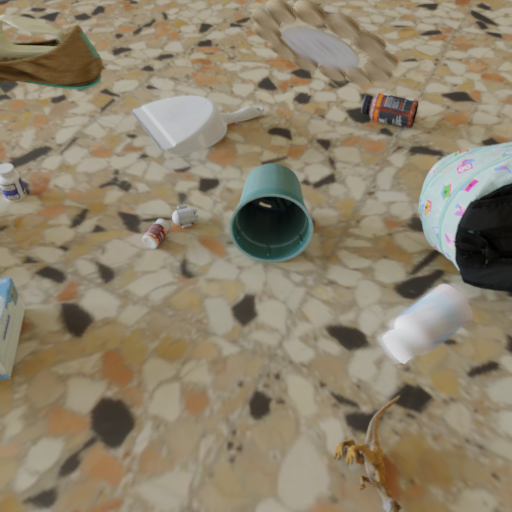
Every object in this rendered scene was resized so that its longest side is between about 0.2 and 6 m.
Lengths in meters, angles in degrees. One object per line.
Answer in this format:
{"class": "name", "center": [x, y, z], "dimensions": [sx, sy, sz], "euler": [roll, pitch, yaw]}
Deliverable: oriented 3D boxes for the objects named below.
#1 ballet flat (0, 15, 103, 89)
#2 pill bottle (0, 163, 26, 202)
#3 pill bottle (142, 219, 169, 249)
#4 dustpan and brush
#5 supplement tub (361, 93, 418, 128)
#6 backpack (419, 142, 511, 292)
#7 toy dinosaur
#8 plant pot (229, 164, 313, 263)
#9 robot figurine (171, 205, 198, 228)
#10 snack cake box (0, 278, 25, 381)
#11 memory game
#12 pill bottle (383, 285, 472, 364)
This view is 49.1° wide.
{"class": "ballet flat", "center": [-3.530, -2.834, 7.825], "dimensions": [2.726, 0.986, 0.924], "euler": [1, 44, 10]}
{"class": "pill bottle", "center": [-5.161, -1.548, 11.768], "dimensions": [0.446, 0.746, 0.446], "euler": [0, 46, 0]}
{"class": "pill bottle", "center": [-1.958, -0.441, 10.999], "dimensions": [0.329, 0.329, 0.576], "euler": [17, 49, 15]}
{"class": "dustpan and brush", "center": [-1.179, -3.281, 13.517], "dimensions": [3.082, 0.882, 2.151], "euler": [-27, 49, -15]}
{"class": "supplement tub", "center": [3.276, -3.605, 13.787], "dimensions": [1.295, 0.693, 0.693], "euler": [17, 49, 15]}
{"class": "backpack", "center": [4.761, -0.773, 9.934], "dimensions": [3.501, 2.922, 2.216], "euler": [-11, 27, -6]}
{"class": "toy dinosaur", "center": [1.620, 2.774, 7.920], "dimensions": [0.924, 0.525, 1.739], "euler": [18, 48, -18]}
{"class": "plant pot", "center": [0.306, -0.932, 10.771], "dimensions": [1.535, 1.535, 1.503], "euler": [2, 39, 2]}
{"class": "robot figurine", "center": [-1.456, -0.800, 11.351], "dimensions": [0.553, 0.312, 0.469], "euler": [-14, 82, -13]}
{"class": "snack cake box", "center": [-5.257, 1.256, 8.982], "dimensions": [2.621, 0.881, 1.507], "euler": [-5, 48, -5]}
{"class": "memory game", "center": [1.316, -4.145, 11.031], "dimensions": [3.077, 3.077, 0.196], "euler": [21, 91, 19]}
{"class": "pill bottle", "center": [2.172, 0.886, 7.163], "dimensions": [1.065, 0.579, 0.579], "euler": [-35, 54, -8]}
